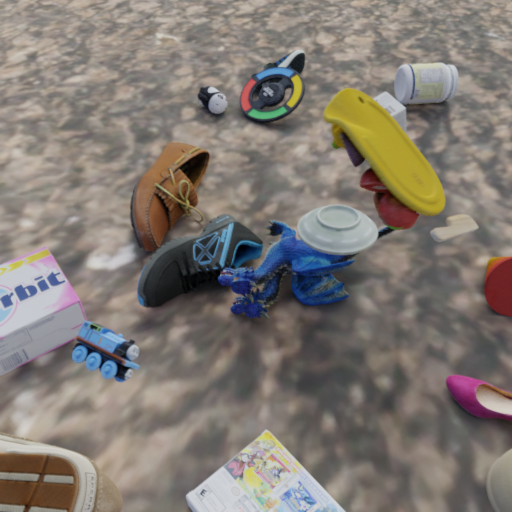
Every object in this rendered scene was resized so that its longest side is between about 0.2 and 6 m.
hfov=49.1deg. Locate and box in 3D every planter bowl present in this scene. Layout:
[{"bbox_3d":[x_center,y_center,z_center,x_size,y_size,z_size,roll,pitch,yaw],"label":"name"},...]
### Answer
[{"bbox_3d":[3.432,2.713,6.643,1.148,0.773,1.148,0,44,0],"label":"planter bowl"}]

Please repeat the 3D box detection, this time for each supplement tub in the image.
[{"bbox_3d":[4.036,-4.100,13.334,1.268,0.920,0.920,-5,45,-6],"label":"supplement tub"}]

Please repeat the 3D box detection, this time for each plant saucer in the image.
[{"bbox_3d":[0.984,-0.387,6.766,0.978,0.245,0.978,-1,36,0],"label":"plant saucer"}]

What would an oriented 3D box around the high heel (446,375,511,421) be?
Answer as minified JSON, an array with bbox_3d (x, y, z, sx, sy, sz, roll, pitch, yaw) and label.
[{"bbox_3d":[3.350,1.918,7.423,1.626,0.780,0.548,33,54,28],"label":"high heel"}]

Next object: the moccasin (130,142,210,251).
[{"bbox_3d":[-1.509,-1.145,10.399,1.111,1.053,2.879,1,35,13],"label":"moccasin"}]

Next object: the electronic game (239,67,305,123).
[{"bbox_3d":[0.361,-3.762,13.042,1.572,0.327,1.572,-8,64,16],"label":"electronic game"}]

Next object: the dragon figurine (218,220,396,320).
[{"bbox_3d":[1.014,0.168,9.044,3.271,0.963,1.626,-4,45,-3],"label":"dragon figurine"}]

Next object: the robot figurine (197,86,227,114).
[{"bbox_3d":[-1.035,-3.692,13.211,0.613,0.509,0.816,-34,54,-19],"label":"robot figurine"}]

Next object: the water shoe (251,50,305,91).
[{"bbox_3d":[0.565,-4.756,14.167,0.736,0.667,1.866,24,49,25],"label":"water shoe"}]

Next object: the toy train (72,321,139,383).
[{"bbox_3d":[-1.484,0.951,5.546,0.757,0.328,0.432,19,78,28],"label":"toy train"}]

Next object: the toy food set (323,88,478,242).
[{"bbox_3d":[1.723,-1.041,7.620,1.498,0.832,2.546,-24,76,-51],"label":"toy food set"}]

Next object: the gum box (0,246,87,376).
[{"bbox_3d":[-3.936,0.998,8.308,2.434,0.805,1.381,-27,52,-24],"label":"gum box"}]

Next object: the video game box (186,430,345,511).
[{"bbox_3d":[0.115,3.014,6.649,1.316,0.338,1.444,-33,54,-25],"label":"video game box"}]

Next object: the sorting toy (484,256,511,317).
[{"bbox_3d":[5.141,0.252,9.174,3.153,1.093,1.086,-3,22,0],"label":"sorting toy"}]

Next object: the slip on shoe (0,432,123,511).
[{"bbox_3d":[-3.077,2.655,6.623,3.263,0.989,1.241,-4,64,22],"label":"slip on shoe"}]

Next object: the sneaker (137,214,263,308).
[{"bbox_3d":[-0.887,0.125,9.153,0.971,0.868,2.371,32,53,28],"label":"sneaker"}]

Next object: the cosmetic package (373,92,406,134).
[{"bbox_3d":[1.937,-2.037,8.588,0.527,0.629,0.523,-29,53,-6],"label":"cosmetic package"}]
